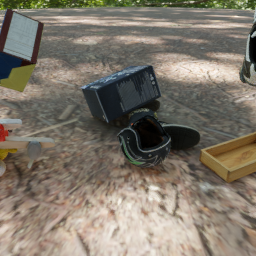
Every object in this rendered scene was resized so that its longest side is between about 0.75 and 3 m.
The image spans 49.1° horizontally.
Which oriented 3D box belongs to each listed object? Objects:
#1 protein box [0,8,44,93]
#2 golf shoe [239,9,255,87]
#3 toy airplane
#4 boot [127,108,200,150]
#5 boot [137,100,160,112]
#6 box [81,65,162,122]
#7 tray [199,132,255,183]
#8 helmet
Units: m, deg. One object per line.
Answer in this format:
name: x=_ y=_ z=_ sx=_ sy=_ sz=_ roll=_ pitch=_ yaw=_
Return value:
protein box: x=-2.927 y=-1.965 z=7.267 sx=0.952 sy=1.401 sz=1.411 roll=16 pitch=57 yaw=-28
golf shoe: x=3.569 y=-2.462 z=6.768 sx=1.147 sy=2.952 sz=1.394 roll=14 pitch=4 yaw=19
toy airplane: x=-3.041 y=0.430 z=6.489 sx=2.035 sy=1.436 sz=2.026 roll=-4 pitch=-6 yaw=20
boot: x=0.934 y=-0.060 z=8.115 sx=2.071 sy=0.747 sz=1.564 roll=1 pitch=26 yaw=2
boot: x=0.348 y=-0.959 z=10.147 sx=1.238 sy=0.494 sz=1.362 roll=-8 pitch=23 yaw=-19
box: x=-0.237 y=-1.160 z=8.992 sx=2.019 sy=1.081 sz=1.499 roll=-28 pitch=21 yaw=-19
tray: x=2.952 y=0.685 z=7.124 sx=2.046 sy=0.379 sz=1.009 roll=-13 pitch=31 yaw=-25
helmet: x=0.421 y=0.397 z=6.800 sx=1.221 sy=1.221 sz=1.164 roll=-31 pitch=84 yaw=-44
